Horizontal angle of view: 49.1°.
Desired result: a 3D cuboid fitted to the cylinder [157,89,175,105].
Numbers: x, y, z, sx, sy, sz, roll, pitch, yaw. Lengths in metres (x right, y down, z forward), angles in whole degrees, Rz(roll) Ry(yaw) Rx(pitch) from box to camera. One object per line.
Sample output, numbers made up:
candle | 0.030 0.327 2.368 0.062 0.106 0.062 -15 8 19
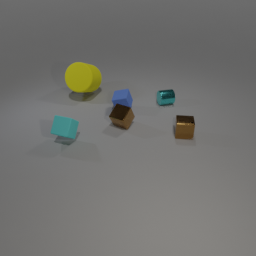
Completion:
cylinder | 1.806 -1.471 13.377 0.700 0.700 0.700 -8 32 -13

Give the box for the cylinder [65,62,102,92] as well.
cylinder | -2.156 -2.449 13.702 1.400 1.400 1.400 8 9 12

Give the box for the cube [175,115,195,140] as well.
cube | 2.224 -0.031 11.024 0.700 0.700 0.700 4 32 6

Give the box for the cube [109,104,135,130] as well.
cube | -0.242 -0.470 11.509 0.700 0.700 0.700 18 66 27

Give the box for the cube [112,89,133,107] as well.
cube | -0.250 -1.263 12.741 0.700 0.700 0.700 -6 44 19

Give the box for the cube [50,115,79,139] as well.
cube | -2.346 -0.026 10.436 0.700 0.700 0.700 11 -6 15
